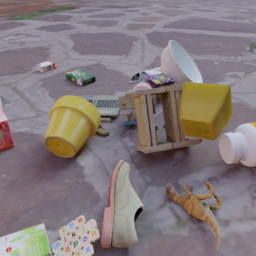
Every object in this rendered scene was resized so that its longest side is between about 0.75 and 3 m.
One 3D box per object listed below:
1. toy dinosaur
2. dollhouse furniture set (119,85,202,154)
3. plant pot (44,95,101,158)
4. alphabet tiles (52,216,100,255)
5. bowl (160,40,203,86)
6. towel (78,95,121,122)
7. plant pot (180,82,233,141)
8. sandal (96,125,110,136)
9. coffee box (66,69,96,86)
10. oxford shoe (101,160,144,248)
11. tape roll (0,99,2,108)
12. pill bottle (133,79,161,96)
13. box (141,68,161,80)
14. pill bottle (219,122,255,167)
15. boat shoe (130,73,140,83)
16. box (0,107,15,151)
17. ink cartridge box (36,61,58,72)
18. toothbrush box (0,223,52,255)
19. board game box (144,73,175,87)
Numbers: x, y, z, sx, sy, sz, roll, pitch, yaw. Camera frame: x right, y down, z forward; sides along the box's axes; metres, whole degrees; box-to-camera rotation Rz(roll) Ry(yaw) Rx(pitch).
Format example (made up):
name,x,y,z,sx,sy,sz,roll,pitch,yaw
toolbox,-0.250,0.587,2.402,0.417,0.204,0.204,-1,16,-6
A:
name,x,y,z,sx,sy,sz,roll,pitch,yaw
toy dinosaur,1.956,2.156,7.382,1.247,0.709,2.349,-36,36,-15
dollhouse furniture set,1.063,-0.392,10.530,2.063,2.075,2.945,-8,4,-13
plant pot,-2.022,0.047,9.678,1.757,1.757,1.653,8,48,13
alphabet tiles,-1.214,2.641,6.521,1.183,0.086,1.157,-32,36,-3
bowl,2.483,-2.974,14.167,1.225,2.725,2.725,-33,17,31
towel,-1.365,-0.906,12.391,2.152,0.372,2.072,0,29,3
plant pot,2.372,-0.444,8.792,1.450,1.450,1.279,10,60,29
sandal,-1.245,-0.020,10.913,1.206,0.326,0.485,17,36,24
coffee box,-2.578,-2.742,15.177,0.926,0.331,1.506,-27,42,-36
oxford shoe,-0.070,1.941,7.410,0.963,0.923,2.608,6,43,2
tape roll,-6.674,-0.949,12.314,2.110,0.386,2.110,1,33,0
pill bottle,0.971,-1.833,13.085,0.999,0.999,1.716,13,30,19
box,1.633,-2.921,15.350,1.823,0.448,0.750,-19,37,-28
pill bottle,4.422,0.472,9.081,2.683,1.399,1.399,-8,33,-8
boat shoe,0.393,-2.737,15.183,0.340,0.322,0.973,20,37,28
box,-5.131,-0.164,10.357,1.086,1.178,2.295,-19,37,-27
ink cartridge box,-4.779,-3.659,16.586,0.633,0.366,1.089,24,39,33
toothbrush box,-2.380,2.817,6.283,1.214,0.522,0.884,-14,35,-19
board game box,1.429,-2.186,12.714,1.310,0.212,0.786,-17,52,-40
